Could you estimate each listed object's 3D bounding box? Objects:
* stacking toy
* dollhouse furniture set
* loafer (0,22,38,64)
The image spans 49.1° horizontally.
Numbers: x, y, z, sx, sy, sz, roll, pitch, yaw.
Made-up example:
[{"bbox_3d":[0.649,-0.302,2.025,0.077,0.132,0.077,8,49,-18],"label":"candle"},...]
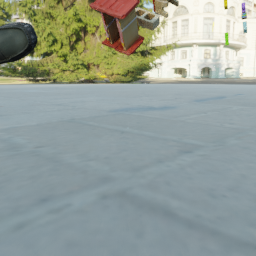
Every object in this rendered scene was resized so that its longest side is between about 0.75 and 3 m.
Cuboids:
[{"bbox_3d":[3.417,-3.218,8.249,1.115,1.478,0.347,-2,-2,21],"label":"stacking toy"},{"bbox_3d":[0.306,-3.513,7.969,1.084,2.665,1.434,31,-21,23],"label":"dollhouse furniture set"},{"bbox_3d":[-2.622,-1.526,5.473,2.032,0.690,0.713,-8,24,29],"label":"loafer"}]
